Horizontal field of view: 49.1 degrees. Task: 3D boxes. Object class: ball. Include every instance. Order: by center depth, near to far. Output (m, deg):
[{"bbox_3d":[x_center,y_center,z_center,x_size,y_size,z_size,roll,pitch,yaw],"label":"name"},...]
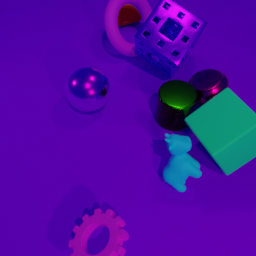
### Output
[{"bbox_3d":[-1.061,-1.028,7.387,1.207,1.207,1.207,0,56,0],"label":"ball"}]

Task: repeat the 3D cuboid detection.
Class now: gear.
[{"bbox_3d":[-0.543,2.033,5.079,1.117,0.207,1.117,-17,45,18],"label":"gear"}]

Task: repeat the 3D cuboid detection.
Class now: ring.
[{"bbox_3d":[0.098,-3.209,8.654,0.390,1.948,1.948,11,49,49],"label":"ring"}]

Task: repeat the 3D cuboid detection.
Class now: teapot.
[{"bbox_3d":[2.186,-1.072,7.711,1.119,0.881,1.799,-20,47,9],"label":"teapot"}]

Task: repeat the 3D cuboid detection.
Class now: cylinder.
[{"bbox_3d":[1.232,-0.578,7.295,0.978,0.978,0.978,0,54,0],"label":"cylinder"},{"bbox_3d":[-0.063,-4.070,9.716,0.882,0.882,0.882,-19,58,-13],"label":"cylinder"}]

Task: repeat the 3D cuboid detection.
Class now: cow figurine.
[{"bbox_3d":[1.073,0.732,6.185,1.140,1.159,0.636,35,23,-8],"label":"cow figurine"}]

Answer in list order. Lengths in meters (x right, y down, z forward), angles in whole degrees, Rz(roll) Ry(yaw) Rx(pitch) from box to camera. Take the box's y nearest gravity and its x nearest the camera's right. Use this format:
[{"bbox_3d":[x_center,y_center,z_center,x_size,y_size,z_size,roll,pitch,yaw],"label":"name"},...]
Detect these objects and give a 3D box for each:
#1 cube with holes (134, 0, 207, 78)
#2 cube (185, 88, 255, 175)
[{"bbox_3d":[1.132,-2.493,7.911,1.363,1.363,1.363,35,88,4],"label":"cube with holes"},{"bbox_3d":[2.254,0.099,6.356,1.206,1.206,1.206,-37,48,10],"label":"cube"}]
